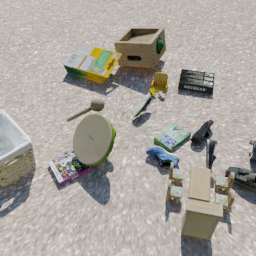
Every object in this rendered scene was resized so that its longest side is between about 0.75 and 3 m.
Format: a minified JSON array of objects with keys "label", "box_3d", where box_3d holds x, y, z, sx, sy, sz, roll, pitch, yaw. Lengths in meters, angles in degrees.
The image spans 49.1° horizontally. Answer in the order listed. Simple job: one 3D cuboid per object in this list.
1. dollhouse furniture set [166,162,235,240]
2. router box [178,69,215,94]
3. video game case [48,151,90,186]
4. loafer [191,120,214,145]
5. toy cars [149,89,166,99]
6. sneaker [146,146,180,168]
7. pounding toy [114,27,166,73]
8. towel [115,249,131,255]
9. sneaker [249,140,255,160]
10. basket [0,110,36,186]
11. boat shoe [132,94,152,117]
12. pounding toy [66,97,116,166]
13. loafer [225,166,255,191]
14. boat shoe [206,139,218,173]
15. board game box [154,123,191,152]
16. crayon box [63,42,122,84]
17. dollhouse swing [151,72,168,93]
[{"label":"dollhouse furniture set","box_3d":[2.258,2.021,8.704,2.060,1.459,2.242,9,46,9]},{"label":"router box","box_3d":[3.363,-2.307,13.763,1.658,0.423,1.237,10,46,10]},{"label":"video game case","box_3d":[-2.148,1.408,10.200,1.198,0.214,1.085,-24,50,-22]},{"label":"loafer","box_3d":[3.077,0.185,11.273,0.501,0.484,1.426,37,57,20]},{"label":"toy cars","box_3d":[1.368,-1.586,13.222,0.900,0.199,0.403,20,51,14]},{"label":"sneaker","box_3d":[1.237,1.092,10.318,1.282,0.503,0.571,20,46,19]},{"label":"pounding toy","box_3d":[0.914,-3.934,14.721,2.603,1.850,2.396,10,44,24]},{"label":"towel","box_3d":[-0.120,3.992,7.621,0.787,0.205,1.187,-19,48,-19]},{"label":"sneaker","box_3d":[5.143,1.157,10.073,1.220,0.809,2.145,-1,39,-1]},{"label":"basket","box_3d":[-4.522,0.702,10.045,1.573,1.432,2.321,-33,55,-29]},{"label":"boat shoe","box_3d":[0.644,-0.911,12.150,0.466,0.385,1.244,2,52,49]},{"label":"pounding toy","box_3d":[-1.075,0.264,10.303,1.835,1.103,2.377,-35,60,24]},{"label":"loafer","box_3d":[4.425,1.786,9.488,2.156,0.678,0.775,26,50,24]},{"label":"boat shoe","box_3d":[2.953,1.023,9.835,0.390,1.244,0.452,0,5,8]},{"label":"board game box","box_3d":[1.795,0.356,11.269,1.290,0.188,0.868,-32,53,-28]},{"label":"crayon box","box_3d":[-1.737,-3.279,14.249,2.598,0.670,1.633,20,67,20]},{"label":"dollhouse swing","box_3d":[1.541,-2.201,13.490,0.767,0.674,0.697,12,46,10]}]
